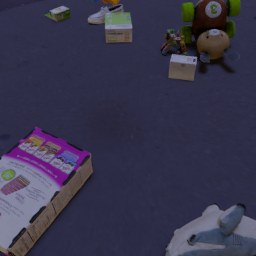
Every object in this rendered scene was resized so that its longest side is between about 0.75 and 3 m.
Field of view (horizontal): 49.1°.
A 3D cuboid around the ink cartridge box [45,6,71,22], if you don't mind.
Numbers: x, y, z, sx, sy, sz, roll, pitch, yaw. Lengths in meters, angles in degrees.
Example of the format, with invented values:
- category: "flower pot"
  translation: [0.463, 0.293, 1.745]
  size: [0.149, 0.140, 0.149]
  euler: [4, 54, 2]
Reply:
- category: "ink cartridge box"
  translation: [-3.600, -5.847, 14.155]
  size: [1.154, 0.437, 0.853]
  euler: [33, 54, 27]

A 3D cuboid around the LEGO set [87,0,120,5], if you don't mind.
- category: "LEGO set"
  translation: [-0.598, -3.117, 5.863]
  size: [1.866, 0.766, 0.712]
  euler: [31, 84, 42]

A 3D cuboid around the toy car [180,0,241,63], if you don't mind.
- category: "toy car"
  translation: [3.340, -3.581, 10.992]
  size: [2.183, 2.097, 2.658]
  euler: [-5, 56, 5]

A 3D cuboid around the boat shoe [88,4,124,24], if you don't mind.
- category: "boat shoe"
  translation: [-1.072, -5.653, 13.800]
  size: [1.934, 0.663, 0.696]
  euler: [-17, 48, -17]

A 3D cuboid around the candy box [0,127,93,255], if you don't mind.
- category: "candy box"
  translation: [-2.374, 1.400, 6.665]
  size: [1.874, 0.838, 2.749]
  euler: [23, 50, 21]

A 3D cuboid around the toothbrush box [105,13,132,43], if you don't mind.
- category: "toothbrush box"
  translation: [-0.444, -4.573, 12.701]
  size: [1.180, 0.698, 1.621]
  euler: [-3, 44, -3]

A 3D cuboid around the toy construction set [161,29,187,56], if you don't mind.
- category: "toy construction set"
  translation: [1.962, -3.685, 11.590]
  size: [1.124, 1.035, 1.348]
  euler: [8, 45, 8]

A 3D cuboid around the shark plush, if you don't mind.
- category: "shark plush"
  translation: [1.523, 2.523, 5.535]
  size: [2.912, 1.323, 1.213]
  euler: [-22, 80, -26]

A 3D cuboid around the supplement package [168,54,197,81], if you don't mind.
- category: "supplement package"
  translation: [2.021, -2.239, 10.362]
  size: [0.935, 0.729, 0.519]
  euler: [9, 46, 10]
